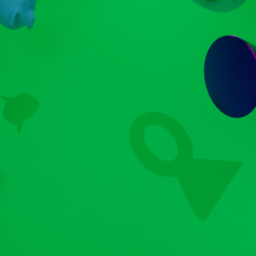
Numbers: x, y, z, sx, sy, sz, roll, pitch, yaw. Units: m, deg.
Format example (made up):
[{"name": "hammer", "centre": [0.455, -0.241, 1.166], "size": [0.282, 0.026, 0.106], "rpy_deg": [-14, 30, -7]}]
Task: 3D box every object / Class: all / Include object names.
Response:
[{"name": "ring", "centre": [1.548, -3.137, 5.507], "size": [2.016, 2.016, 0.403], "rpy_deg": [40, 86, 22]}, {"name": "cone", "centre": [2.711, -1.181, 5.715], "size": [1.628, 1.622, 1.622], "rpy_deg": [-16, 59, -17]}, {"name": "monkey head", "centre": [-2.727, -2.969, 6.813], "size": [0.930, 1.110, 1.543], "rpy_deg": [0, 41, -45]}]
